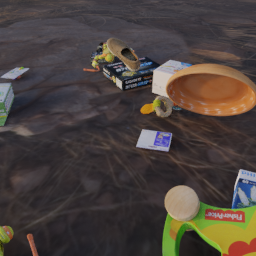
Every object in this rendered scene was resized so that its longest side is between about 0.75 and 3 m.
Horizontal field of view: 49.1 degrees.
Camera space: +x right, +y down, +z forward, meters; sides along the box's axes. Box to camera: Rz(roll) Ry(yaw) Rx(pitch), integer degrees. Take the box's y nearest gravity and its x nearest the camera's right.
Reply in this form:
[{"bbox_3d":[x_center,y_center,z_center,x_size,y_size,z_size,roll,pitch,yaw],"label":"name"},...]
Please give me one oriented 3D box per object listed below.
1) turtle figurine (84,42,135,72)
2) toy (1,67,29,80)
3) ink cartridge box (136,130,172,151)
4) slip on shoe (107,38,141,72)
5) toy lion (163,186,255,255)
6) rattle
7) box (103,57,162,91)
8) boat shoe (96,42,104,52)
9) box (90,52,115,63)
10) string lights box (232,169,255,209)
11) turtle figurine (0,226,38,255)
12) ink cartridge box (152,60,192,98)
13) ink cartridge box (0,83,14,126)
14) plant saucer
[{"bbox_3d":[-1.003,-3.806,14.224,2.700,0.870,2.177,-19,31,13],"label":"turtle figurine"},{"bbox_3d":[-5.296,-2.511,13.246,0.737,0.302,1.280,6,36,13],"label":"toy"},{"bbox_3d":[0.838,0.448,8.909,1.010,0.221,1.020,8,33,12],"label":"ink cartridge box"},{"bbox_3d":[-0.149,-2.473,9.072,0.576,0.459,1.515,-34,71,-10],"label":"slip on shoe"},{"bbox_3d":[1.990,2.507,4.896,2.883,0.990,2.763,-2,53,23],"label":"toy lion"},{"bbox_3d":[1.306,-0.752,10.674,1.308,0.935,0.852,-21,74,-44],"label":"rattle"},{"bbox_3d":[0.344,-2.586,13.101,2.473,0.569,1.966,-17,38,-24],"label":"box"},{"bbox_3d":[-1.619,-4.584,16.211,0.476,0.448,1.326,6,36,6],"label":"boat shoe"},{"bbox_3d":[-1.373,-3.853,15.237,1.280,0.294,1.017,0,34,0],"label":"box"},{"bbox_3d":[2.926,1.957,6.288,1.108,0.636,2.157,13,36,18],"label":"string lights box"},{"bbox_3d":[-3.016,2.489,5.388,2.424,0.781,1.955,32,52,25],"label":"turtle figurine"},{"bbox_3d":[1.871,-2.088,11.911,1.088,1.069,1.478,21,39,28],"label":"ink cartridge box"},{"bbox_3d":[-5.117,-0.906,10.521,1.183,0.675,2.278,-5,34,-8],"label":"ink cartridge box"},{"bbox_3d":[2.668,-1.219,9.049,2.867,2.867,0.537,11,71,15],"label":"plant saucer"}]
